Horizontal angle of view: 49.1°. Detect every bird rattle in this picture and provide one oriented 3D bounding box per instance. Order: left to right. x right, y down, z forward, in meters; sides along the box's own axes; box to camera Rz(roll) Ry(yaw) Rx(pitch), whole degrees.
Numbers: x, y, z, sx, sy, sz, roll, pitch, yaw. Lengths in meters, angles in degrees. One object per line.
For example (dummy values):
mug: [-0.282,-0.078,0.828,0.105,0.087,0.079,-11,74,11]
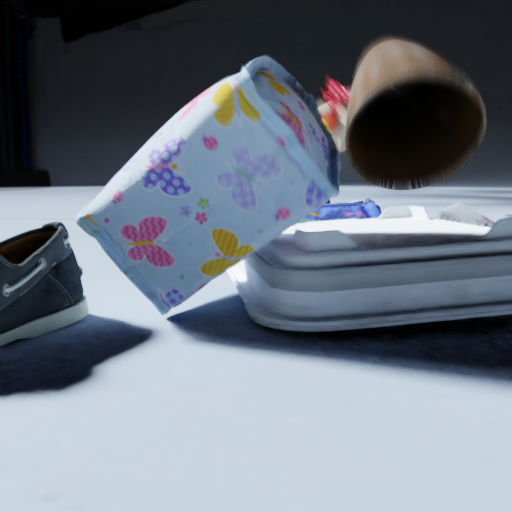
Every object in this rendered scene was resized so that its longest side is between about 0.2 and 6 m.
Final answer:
bird rattle: [1.294,-2.419,9.946,1.241,1.012,0.699,-27,-26,9]

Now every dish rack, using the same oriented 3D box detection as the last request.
dish rack: [1.471,-0.080,7.202,3.577,0.907,4.168,-5,8,-8]

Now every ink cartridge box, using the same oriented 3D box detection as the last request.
ink cartridge box: [3.733,-0.451,9.980,0.922,0.524,1.265,36,28,22]

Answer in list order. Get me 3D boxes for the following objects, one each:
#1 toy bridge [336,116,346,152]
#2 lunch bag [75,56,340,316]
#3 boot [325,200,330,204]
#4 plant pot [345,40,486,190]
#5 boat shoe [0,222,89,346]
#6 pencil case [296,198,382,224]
toy bridge: [1.648,-2.598,11.755,2.778,0.378,0.934,-22,54,-7]
lunch bag: [-0.313,-0.964,6.510,2.367,1.774,2.791,-35,17,19]
boot: [1.355,-1.093,15.081,1.370,0.767,1.981,-2,-5,14]
plant pot: [1.649,-1.773,6.334,1.427,1.427,1.527,0,45,1]
boat shoe: [-2.593,0.340,4.628,1.116,1.051,3.107,5,11,19]
pencil case: [1.089,-0.479,9.754,2.407,1.046,0.939,-2,10,-8]
